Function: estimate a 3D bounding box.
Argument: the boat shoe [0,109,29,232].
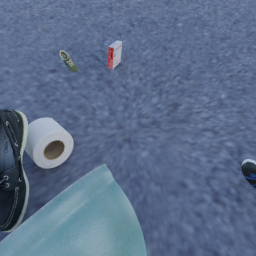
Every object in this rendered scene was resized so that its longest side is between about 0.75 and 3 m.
[{"bbox_3d":[-2.601,0.818,5.716,0.960,0.852,2.570,1,80,14],"label":"boat shoe"}]

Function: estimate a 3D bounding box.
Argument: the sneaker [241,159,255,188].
[{"bbox_3d":[3.588,1.136,6.325,2.069,0.783,0.797,22,62,6],"label":"sneaker"}]

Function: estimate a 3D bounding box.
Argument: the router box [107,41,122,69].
[{"bbox_3d":[-0.440,-2.454,9.353,0.197,0.723,0.805,14,33,11],"label":"router box"}]

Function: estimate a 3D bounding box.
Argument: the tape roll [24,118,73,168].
[{"bbox_3d":[-1.949,0.361,6.790,1.044,1.044,0.717,-32,46,-25],"label":"tape roll"}]

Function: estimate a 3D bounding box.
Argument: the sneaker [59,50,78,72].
[{"bbox_3d":[-1.943,-2.163,9.028,0.282,0.841,0.378,-38,12,-4],"label":"sneaker"}]

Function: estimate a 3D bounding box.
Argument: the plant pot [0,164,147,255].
[{"bbox_3d":[-0.823,2.251,4.271,2.912,2.912,1.951,-38,81,-28],"label":"plant pot"}]
